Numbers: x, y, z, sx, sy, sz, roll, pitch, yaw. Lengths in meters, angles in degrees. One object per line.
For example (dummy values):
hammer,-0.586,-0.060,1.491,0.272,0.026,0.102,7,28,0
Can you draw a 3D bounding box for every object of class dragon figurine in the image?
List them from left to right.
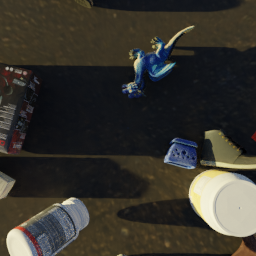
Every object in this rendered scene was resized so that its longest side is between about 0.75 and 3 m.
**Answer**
dragon figurine,0.959,-1.997,8.809,2.842,0.836,1.413,-27,85,-2

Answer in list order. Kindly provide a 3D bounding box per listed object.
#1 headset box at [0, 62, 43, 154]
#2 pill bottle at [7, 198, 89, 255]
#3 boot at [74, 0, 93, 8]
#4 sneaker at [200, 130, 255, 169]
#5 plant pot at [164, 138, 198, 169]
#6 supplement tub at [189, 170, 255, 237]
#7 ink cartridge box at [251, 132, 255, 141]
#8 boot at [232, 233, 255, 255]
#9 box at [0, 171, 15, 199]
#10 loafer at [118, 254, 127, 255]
headset box,-4.134,-0.548,8.554,2.102,1.091,2.825,16,84,1
pill bottle,-2.065,2.782,7.572,1.168,2.016,1.168,12,112,33
boot,-1.560,-4.902,9.186,1.760,0.682,1.217,40,81,2
sneaker,3.093,0.591,8.141,2.086,0.780,1.108,-1,85,38
plant pot,1.642,0.768,8.577,0.863,0.863,0.776,14,79,2
supplement tub,2.683,2.005,7.764,1.598,2.198,1.598,0,85,0
ink cartridge box,4.793,0.130,8.890,1.076,0.378,1.324,41,82,3
boot,3.193,4.041,8.326,1.660,0.722,1.996,-12,88,-3
box,-4.389,1.521,8.644,1.587,0.543,0.652,29,86,2
loafer,-0.448,4.870,8.236,0.762,0.761,2.179,16,85,1
